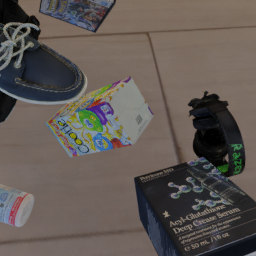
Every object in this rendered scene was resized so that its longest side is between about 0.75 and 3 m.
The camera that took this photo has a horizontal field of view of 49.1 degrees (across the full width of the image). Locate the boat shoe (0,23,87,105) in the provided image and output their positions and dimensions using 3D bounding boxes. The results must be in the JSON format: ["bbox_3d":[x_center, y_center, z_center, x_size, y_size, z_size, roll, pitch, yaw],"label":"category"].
[{"bbox_3d":[-2.032,-1.251,4.569,2.840,0.878,1.063,26,70,1],"label":"boat shoe"}]

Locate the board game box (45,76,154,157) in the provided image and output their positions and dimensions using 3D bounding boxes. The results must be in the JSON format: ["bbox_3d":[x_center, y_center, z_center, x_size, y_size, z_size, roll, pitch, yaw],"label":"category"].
[{"bbox_3d":[-0.665,-0.186,6.197,2.033,1.047,1.066,-15,27,40],"label":"board game box"}]

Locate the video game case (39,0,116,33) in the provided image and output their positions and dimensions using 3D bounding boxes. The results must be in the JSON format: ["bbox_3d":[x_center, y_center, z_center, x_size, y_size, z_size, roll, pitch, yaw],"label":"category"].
[{"bbox_3d":[-1.630,-3.771,8.602,1.985,2.197,0.280,14,81,-20],"label":"video game case"}]

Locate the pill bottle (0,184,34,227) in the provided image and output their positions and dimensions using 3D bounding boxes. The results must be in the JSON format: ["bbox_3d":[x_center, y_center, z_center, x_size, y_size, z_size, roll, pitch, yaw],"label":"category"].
[{"bbox_3d":[-2.409,1.378,5.217,1.146,0.623,0.623,17,54,1],"label":"pill bottle"}]

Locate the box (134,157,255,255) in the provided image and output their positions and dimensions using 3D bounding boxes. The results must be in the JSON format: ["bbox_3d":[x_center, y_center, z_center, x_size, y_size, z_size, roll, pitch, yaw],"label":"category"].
[{"bbox_3d":[1.200,1.618,4.850,1.556,1.122,2.096,-15,25,-13],"label":"box"}]

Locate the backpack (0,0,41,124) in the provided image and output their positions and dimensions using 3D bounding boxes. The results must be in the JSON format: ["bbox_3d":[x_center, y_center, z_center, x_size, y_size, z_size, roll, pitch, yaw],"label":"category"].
[{"bbox_3d":[-3.252,-1.381,6.158,2.166,2.298,2.817,-1,83,10],"label":"backpack"}]

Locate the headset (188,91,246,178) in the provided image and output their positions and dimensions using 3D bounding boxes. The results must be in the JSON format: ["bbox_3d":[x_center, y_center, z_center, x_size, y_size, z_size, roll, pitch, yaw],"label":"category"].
[{"bbox_3d":[1.891,-0.045,5.916,1.116,1.467,2.376,-16,33,-3],"label":"headset"}]
